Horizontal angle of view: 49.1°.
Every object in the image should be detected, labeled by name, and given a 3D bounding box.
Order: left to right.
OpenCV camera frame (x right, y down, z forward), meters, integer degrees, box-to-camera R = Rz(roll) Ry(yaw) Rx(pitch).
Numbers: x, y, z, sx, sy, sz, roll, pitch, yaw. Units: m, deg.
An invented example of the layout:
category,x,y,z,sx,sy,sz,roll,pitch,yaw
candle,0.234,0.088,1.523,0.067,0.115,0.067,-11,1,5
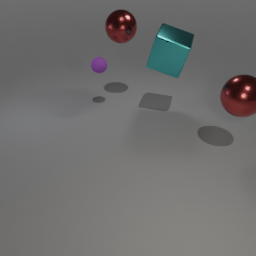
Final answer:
category,x,y,z,sx,sy,sz,roll,pitch,yaw
ball,-1.262,-2.742,12.227,0.700,0.700,0.700,0,31,0
ball,-0.303,-4.424,12.238,1.400,1.400,1.400,0,31,0
cube,1.703,-3.118,11.289,1.400,1.400,1.400,21,43,2
ball,3.760,-1.050,9.207,1.400,1.400,1.400,0,31,0
